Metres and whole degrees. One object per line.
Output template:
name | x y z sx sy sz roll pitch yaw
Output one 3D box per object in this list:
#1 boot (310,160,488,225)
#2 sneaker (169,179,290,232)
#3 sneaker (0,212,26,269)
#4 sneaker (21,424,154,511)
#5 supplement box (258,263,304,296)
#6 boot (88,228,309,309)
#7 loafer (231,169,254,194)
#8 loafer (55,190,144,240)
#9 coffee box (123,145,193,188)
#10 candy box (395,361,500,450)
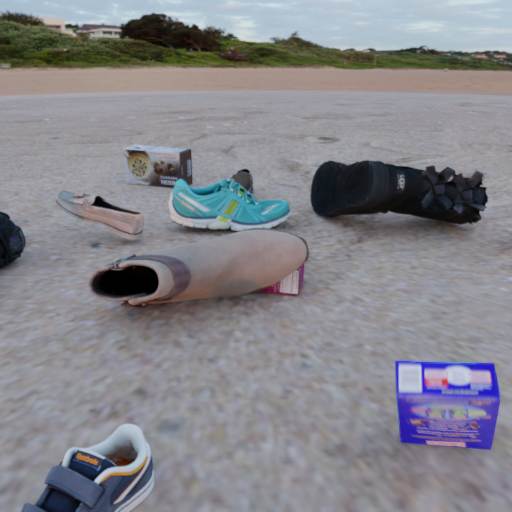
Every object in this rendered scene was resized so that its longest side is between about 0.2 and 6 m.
boot | 3.057 -1.366 12.366 2.818 1.273 3.439 5 1 -19
sneaker | -0.508 -1.106 11.923 2.649 1.055 1.027 2 20 -15
sneaker | -4.729 -0.256 9.573 1.520 1.314 3.471 -4 21 -26
sneaker | -1.473 1.988 4.435 0.668 0.676 1.703 11 25 23
supplement box | 0.286 0.290 9.125 0.939 0.485 0.615 5 19 9
boot | -0.864 0.228 8.016 2.808 0.986 2.053 -14 -3 25
loafer | -0.480 -1.775 14.235 0.738 0.717 2.020 1 21 3
loafer | -3.073 -0.957 11.163 1.876 0.590 0.674 24 31 3
coffee box | -2.757 -2.517 15.773 1.805 1.020 0.720 8 22 19
candy box | 1.741 1.392 5.185 0.861 1.019 0.392 -1 47 15
